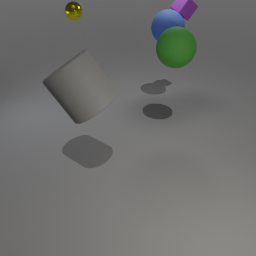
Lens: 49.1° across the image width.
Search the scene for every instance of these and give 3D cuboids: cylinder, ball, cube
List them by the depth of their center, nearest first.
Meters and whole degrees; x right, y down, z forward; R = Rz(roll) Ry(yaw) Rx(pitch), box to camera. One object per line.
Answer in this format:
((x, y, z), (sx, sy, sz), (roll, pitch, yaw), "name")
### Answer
((-1.229, -1.061, 7.285), (1.400, 1.400, 1.400), (-32, 20, 13), "cylinder")
((1.677, -2.797, 9.765), (1.400, 1.400, 1.400), (0, 31, 0), "ball")
((-2.163, -4.658, 11.154), (0.700, 0.700, 0.700), (0, 31, 0), "ball")
((2.368, -5.111, 11.816), (0.700, 0.700, 0.700), (18, 26, -44), "cube")
((1.684, -4.257, 11.838), (1.400, 1.400, 1.400), (0, 31, 0), "ball")
